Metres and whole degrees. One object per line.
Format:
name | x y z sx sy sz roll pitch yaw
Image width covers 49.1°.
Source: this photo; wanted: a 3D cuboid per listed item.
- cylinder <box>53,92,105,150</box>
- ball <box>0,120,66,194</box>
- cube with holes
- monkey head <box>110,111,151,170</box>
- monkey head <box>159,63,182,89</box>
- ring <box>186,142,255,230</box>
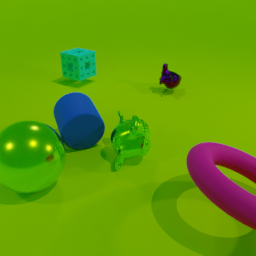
cylinder | -1.169 -0.176 6.618 1.010 1.010 1.010 -11 38 -19
ball | -1.836 0.524 5.185 1.344 1.344 1.344 0 30 0
cube with holes | -1.765 -2.298 10.053 0.875 0.875 0.875 19 34 30
monkey head | -0.001 0.145 5.963 0.860 1.027 1.428 -7 60 15
monkey head | 1.426 -1.728 9.349 0.685 0.817 1.136 11 19 24
ring | 1.886 0.880 4.463 2.041 0.408 2.041 20 22 -9
